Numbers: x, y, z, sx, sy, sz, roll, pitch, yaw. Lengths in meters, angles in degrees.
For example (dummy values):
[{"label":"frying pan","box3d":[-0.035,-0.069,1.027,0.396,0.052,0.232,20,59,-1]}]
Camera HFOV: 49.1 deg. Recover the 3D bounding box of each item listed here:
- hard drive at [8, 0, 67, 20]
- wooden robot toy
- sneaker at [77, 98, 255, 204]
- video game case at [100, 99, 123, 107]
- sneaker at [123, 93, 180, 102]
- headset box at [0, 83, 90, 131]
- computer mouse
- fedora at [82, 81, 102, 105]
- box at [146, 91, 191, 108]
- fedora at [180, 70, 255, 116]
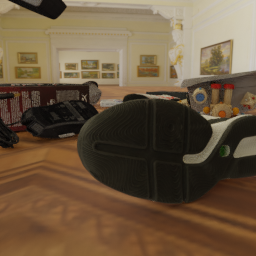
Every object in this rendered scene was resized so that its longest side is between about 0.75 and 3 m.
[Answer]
[{"label":"hard drive","box3d":[-2.828,-3.277,6.207,2.666,0.564,1.798,24,9,-3]},{"label":"wooden robot toy","box3d":[2.601,-0.675,8.206,2.494,1.099,1.132,2,21,14]},{"label":"sneaker","box3d":[0.407,0.250,3.506,2.649,1.000,1.524,3,-2,-34]},{"label":"video game case","box3d":[-0.377,-1.174,13.035,1.790,0.233,1.967,-1,9,-5]},{"label":"sneaker","box3d":[0.847,-0.847,9.882,2.080,0.694,1.115,3,9,-1]},{"label":"headset box","box3d":[-2.722,-0.620,7.325,2.899,1.087,2.155,-6,11,-29]},{"label":"computer mouse","box3d":[-1.873,-0.247,5.916,2.327,0.536,1.634,-19,48,-42]},{"label":"fedora","box3d":[-1.741,-1.493,12.900,0.665,1.302,1.473,37,27,20]},{"label":"box","box3d":[1.814,-1.099,11.157,1.839,0.725,1.298,7,9,35]},{"label":"fedora","box3d":[3.278,-1.124,9.471,2.974,1.343,2.631,-3,6,21]}]
